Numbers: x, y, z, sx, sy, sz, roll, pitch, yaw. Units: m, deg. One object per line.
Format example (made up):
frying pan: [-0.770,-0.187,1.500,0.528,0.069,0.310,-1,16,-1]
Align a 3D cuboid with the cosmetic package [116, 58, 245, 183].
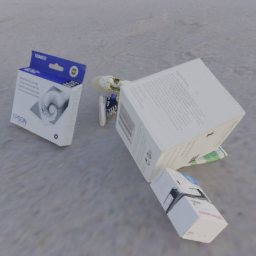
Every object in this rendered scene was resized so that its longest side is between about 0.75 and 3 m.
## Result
cosmetic package: [1.089,-0.172,6.677,2.182,1.798,1.800,-23,65,-17]

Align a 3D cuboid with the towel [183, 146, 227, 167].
towel: [1.686,0.540,7.749,1.704,0.199,1.300,-7,35,-11]

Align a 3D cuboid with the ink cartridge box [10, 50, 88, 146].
ink cartridge box: [-2.373,-0.930,8.078,2.313,2.317,0.470,20,13,29]

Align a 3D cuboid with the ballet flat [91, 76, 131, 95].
ballet flat: [-0.375,-1.439,9.279,1.885,0.655,0.655,14,36,10]

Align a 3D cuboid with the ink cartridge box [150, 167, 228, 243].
ink cartridge box: [1.179,1.511,5.575,0.964,0.561,1.333,24,22,-36]

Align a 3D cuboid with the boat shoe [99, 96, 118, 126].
boat shoe: [-0.614,-0.577,9.118,0.612,0.492,1.319,4,45,-11]

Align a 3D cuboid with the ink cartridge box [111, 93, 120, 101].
ink cartridge box: [-0.122,-1.313,10.473,1.022,0.240,1.010,6,35,5]
